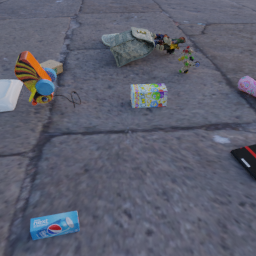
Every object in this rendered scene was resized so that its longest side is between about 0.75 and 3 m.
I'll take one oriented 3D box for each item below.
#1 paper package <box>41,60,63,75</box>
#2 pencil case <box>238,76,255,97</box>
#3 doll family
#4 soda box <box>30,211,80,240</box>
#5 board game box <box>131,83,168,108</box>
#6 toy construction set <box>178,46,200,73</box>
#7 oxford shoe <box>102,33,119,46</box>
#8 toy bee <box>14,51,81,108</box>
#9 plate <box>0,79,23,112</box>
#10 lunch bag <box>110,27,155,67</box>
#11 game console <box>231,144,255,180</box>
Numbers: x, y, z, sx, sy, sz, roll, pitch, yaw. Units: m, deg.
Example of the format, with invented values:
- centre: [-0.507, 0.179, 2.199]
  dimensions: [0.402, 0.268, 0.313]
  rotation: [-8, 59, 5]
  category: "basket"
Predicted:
- centre: [-3.463, -2.645, 12.459]
  dimensions: [0.816, 0.443, 0.856]
  rotation: [22, 40, 28]
  category: "paper package"
- centre: [4.935, -1.448, 10.591]
  dimensions: [0.670, 0.670, 1.534]
  rotation: [-18, 38, -24]
  category: "pencil case"
- centre: [1.821, -4.402, 14.398]
  dimensions: [1.473, 1.000, 2.549]
  rotation: [-21, 41, -38]
  category: "doll family"
- centre: [-1.539, 2.059, 5.936]
  dimensions: [0.975, 0.313, 0.331]
  rotation: [-8, 36, -10]
  category: "soda box"
- centre: [0.749, -1.190, 10.230]
  dimensions: [1.249, 0.643, 0.655]
  rotation: [-3, 35, -4]
  category: "board game box"
- centre: [2.516, -2.996, 12.432]
  dimensions: [0.996, 0.917, 1.194]
  rotation: [33, 35, -33]
  category: "toy construction set"
- centre: [-0.668, -4.808, 15.258]
  dimensions: [0.987, 0.758, 2.624]
  rotation: [-18, 37, -20]
  category: "oxford shoe"
- centre: [-3.027, -1.316, 9.598]
  dimensions: [1.375, 2.530, 1.656]
  rotation: [-26, 23, 21]
  category: "toy bee"
- centre: [-5.342, -1.289, 10.611]
  dimensions: [2.318, 0.375, 2.313]
  rotation: [-5, 36, -7]
  category: "plate"
- centre: [0.236, -3.990, 13.274]
  dimensions: [2.043, 1.201, 1.675]
  rotation: [-19, 35, 10]
  category: "lunch bag"
- centre: [3.607, 0.913, 7.702]
  dimensions: [1.084, 0.190, 1.226]
  rotation: [-13, 37, -11]
  category: "game console"
